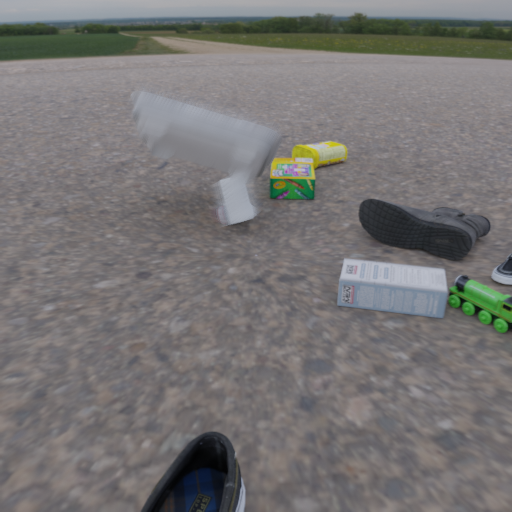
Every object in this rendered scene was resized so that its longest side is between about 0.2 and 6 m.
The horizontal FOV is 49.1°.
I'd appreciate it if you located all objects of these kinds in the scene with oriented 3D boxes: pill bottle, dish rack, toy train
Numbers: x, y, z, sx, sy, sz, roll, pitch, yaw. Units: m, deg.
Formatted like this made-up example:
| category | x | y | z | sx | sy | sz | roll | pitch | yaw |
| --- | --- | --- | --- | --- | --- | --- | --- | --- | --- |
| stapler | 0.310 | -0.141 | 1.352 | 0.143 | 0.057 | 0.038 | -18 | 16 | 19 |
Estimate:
| category | x | y | z | sx | sy | sz | roll | pitch | yaw |
| --- | --- | --- | --- | --- | --- | --- | --- | --- | --- |
| pill bottle | -0.465 | -1.000 | 12.791 | 0.716 | 0.428 | 0.428 | -12 | 22 | 18 |
| dish rack | -1.197 | -2.523 | 12.672 | 3.296 | 0.718 | 2.829 | 17 | -6 | -3 |
| toy train | 3.916 | 0.879 | 8.883 | 0.426 | 0.576 | 2.043 | -16 | 30 | -29 |

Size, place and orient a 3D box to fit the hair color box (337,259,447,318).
| category | x | y | z | sx | sy | sz | roll | pitch | yaw |
| --- | --- | --- | --- | --- | --- | --- | --- | --- | --- |
| hair color box | 2.328 | 0.538 | 9.648 | 1.751 | 0.531 | 0.867 | 7 | 26 | 12 |

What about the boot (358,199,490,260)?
| category | x | y | z | sx | sy | sz | roll | pitch | yaw |
| --- | --- | --- | --- | --- | --- | --- | --- | --- | --- |
| boot | 3.599 | -0.702 | 12.095 | 2.521 | 0.880 | 1.659 | 26 | 31 | 24 |

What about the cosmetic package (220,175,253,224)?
| category | x | y | z | sx | sy | sz | roll | pitch | yaw |
| --- | --- | --- | --- | --- | --- | --- | --- | --- | --- |
| cosmetic package | -0.418 | -1.222 | 12.133 | 0.492 | 0.969 | 0.345 | -13 | 5 | 8 |

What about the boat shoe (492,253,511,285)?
| category | x | y | z | sx | sy | sz | roll | pitch | yaw |
| --- | --- | --- | --- | --- | --- | --- | --- | --- | --- |
| boat shoe | 5.001 | 0.099 | 10.576 | 1.541 | 0.522 | 0.553 | -18 | 31 | -32 |

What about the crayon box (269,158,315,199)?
| category | x | y | z | sx | sy | sz | roll | pitch | yaw |
| --- | --- | --- | --- | --- | --- | --- | --- | --- | --- |
| crayon box | 0.969 | -2.119 | 15.161 | 1.173 | 0.575 | 1.975 | 1 | 26 | 3 |

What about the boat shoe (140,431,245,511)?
| category | x | y | z | sx | sy | sz | roll | pitch | yaw |
| --- | --- | --- | --- | --- | --- | --- | --- | --- | --- |
| boat shoe | -0.785 | 2.656 | 4.668 | 1.039 | 0.984 | 2.971 | 9 | 27 | 19 |

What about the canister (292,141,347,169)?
| category | x | y | z | sx | sy | sz | roll | pitch | yaw |
| --- | --- | --- | --- | --- | --- | --- | --- | --- | --- |
| canister | 1.975 | -3.131 | 17.275 | 1.408 | 0.609 | 1.046 | -16 | 30 | -32 |
